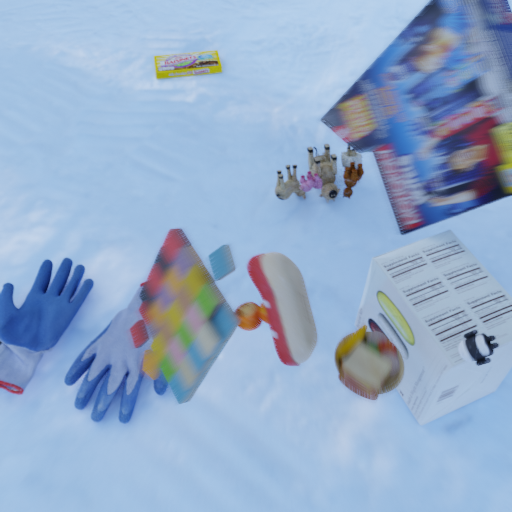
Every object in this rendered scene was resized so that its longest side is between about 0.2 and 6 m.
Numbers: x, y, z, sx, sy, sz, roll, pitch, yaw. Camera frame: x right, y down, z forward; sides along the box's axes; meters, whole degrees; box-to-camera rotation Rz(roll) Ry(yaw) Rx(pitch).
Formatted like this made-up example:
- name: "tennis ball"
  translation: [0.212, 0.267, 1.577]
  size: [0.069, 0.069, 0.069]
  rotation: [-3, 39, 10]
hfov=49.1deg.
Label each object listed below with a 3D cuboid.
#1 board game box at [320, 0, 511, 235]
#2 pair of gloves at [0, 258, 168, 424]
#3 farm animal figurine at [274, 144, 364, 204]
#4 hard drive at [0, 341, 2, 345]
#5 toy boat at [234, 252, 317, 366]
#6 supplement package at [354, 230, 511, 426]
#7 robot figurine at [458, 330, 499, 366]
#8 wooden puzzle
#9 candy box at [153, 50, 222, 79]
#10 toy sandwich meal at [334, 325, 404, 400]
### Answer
- name: "board game box"
  translation: [2.602, -2.063, 8.640]
  size: [0.964, 3.123, 3.124]
  rotation: [-13, 83, -41]
- name: "pair of gloves"
  translation: [-2.934, 1.297, 9.450]
  size: [3.416, 0.389, 2.746]
  rotation: [12, 49, 7]
- name: "farm animal figurine"
  translation: [1.322, -1.593, 11.653]
  size: [1.795, 0.936, 1.775]
  rotation: [0, 37, 9]
- name: "hard drive"
  translation: [-4.001, 1.240, 9.673]
  size: [0.833, 0.137, 0.581]
  rotation: [-16, 52, -13]
- name: "toy boat"
  translation: [0.145, 0.627, 6.418]
  size: [0.855, 1.307, 0.853]
  rotation: [-14, 4, 17]
- name: "supplement package"
  translation: [2.751, 1.093, 8.614]
  size: [1.483, 1.929, 2.017]
  rotation: [-18, 52, -15]
- name: "robot figurine"
  translation: [2.753, 1.136, 6.952]
  size: [0.465, 0.290, 0.349]
  rotation: [-29, 29, 28]
- name: "wooden puzzle"
  translation: [-0.980, 0.782, 7.133]
  size: [0.190, 2.703, 1.603]
  rotation: [-4, 47, -40]
- name: "candy box"
  translation: [-1.843, -5.150, 15.042]
  size: [1.770, 0.234, 0.904]
  rotation: [-8, 48, -7]
- name: "toy sandwich meal"
  translation: [1.545, 1.417, 7.644]
  size: [1.083, 0.371, 1.083]
  rotation: [3, 50, -4]
